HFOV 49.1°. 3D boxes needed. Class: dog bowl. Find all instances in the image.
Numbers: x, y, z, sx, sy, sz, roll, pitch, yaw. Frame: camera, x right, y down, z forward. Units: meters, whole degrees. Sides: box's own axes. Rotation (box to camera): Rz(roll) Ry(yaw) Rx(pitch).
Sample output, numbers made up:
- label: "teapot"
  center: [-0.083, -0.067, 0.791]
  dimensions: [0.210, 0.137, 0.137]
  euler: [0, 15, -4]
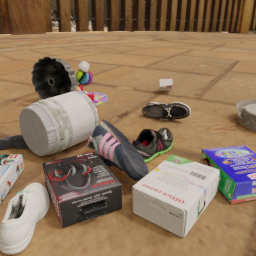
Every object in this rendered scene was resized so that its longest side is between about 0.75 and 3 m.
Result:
- label: "dog bowl"
  center: [5.143, -0.453, 10.488]
  dimensions: [2.147, 0.629, 2.147]
  euler: [-1, 24, 0]

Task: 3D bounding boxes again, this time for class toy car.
- label: "toy car"
  center: [-2.485, -2.905, 15.639]
  dimensions: [1.113, 1.299, 1.484]
  euler: [34, 19, -14]

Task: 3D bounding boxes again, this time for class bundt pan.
- label: "bundt pan"
  center: [-3.148, -2.120, 12.383]
  dimensions: [2.171, 2.171, 0.815]
  euler: [10, 24, 22]

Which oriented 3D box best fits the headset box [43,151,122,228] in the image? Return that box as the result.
- label: "headset box"
  center: [-1.037, 1.342, 6.344]
  dimensions: [1.371, 0.692, 1.845]
  euler: [-11, 26, -23]

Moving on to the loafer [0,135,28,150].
- label: "loafer"
  center: [-3.583, 0.404, 8.804]
  dimensions: [1.300, 0.467, 0.409]
  euler: [-6, 20, -6]

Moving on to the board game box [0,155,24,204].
- label: "board game box"
  center: [-3.728, 1.471, 6.291]
  dimensions: [1.786, 0.490, 2.829]
  euler: [0, 24, 1]

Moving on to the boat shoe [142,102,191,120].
- label: "boat shoe"
  center: [1.437, -0.658, 10.803]
  dimensions: [1.928, 0.712, 0.582]
  euler: [12, 22, 33]

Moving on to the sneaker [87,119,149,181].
- label: "sneaker"
  center: [-0.349, 0.767, 7.434]
  dimensions: [0.886, 1.036, 2.525]
  euler: [35, 9, -36]

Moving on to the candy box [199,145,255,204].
- label: "candy box"
  center: [2.785, 1.086, 7.021]
  dimensions: [1.360, 0.620, 1.609]
  euler: [-4, 23, -13]

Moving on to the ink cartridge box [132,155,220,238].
- label: "ink cartridge box"
  center: [1.077, 1.392, 6.184]
  dimensions: [1.258, 0.730, 1.738]
  euler: [17, 29, 33]

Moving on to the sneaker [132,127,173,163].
- label: "sneaker"
  center: [0.782, 0.373, 8.375]
  dimensions: [0.753, 0.822, 1.961]
  euler: [17, 29, 31]

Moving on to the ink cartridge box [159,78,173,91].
- label: "ink cartridge box"
  center: [1.911, -2.197, 14.197]
  dimensions: [0.663, 0.386, 0.916]
  euler: [-4, -5, 5]

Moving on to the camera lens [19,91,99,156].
- label: "camera lens"
  center: [-2.043, -0.183, 8.635]
  dimensions: [1.617, 1.617, 2.022]
  euler: [19, 30, 36]

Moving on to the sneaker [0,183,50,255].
- label: "sneaker"
  center: [-2.075, 1.548, 5.709]
  dimensions: [0.712, 0.837, 1.891]
  euler: [-2, 23, -2]

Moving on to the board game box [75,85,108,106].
- label: "board game box"
  center: [-2.324, -1.622, 13.259]
  dimensions: [2.689, 0.524, 2.125]
  euler: [4, 24, 10]
